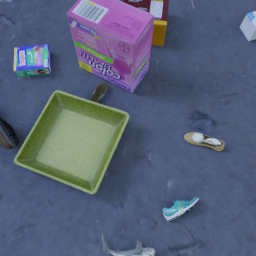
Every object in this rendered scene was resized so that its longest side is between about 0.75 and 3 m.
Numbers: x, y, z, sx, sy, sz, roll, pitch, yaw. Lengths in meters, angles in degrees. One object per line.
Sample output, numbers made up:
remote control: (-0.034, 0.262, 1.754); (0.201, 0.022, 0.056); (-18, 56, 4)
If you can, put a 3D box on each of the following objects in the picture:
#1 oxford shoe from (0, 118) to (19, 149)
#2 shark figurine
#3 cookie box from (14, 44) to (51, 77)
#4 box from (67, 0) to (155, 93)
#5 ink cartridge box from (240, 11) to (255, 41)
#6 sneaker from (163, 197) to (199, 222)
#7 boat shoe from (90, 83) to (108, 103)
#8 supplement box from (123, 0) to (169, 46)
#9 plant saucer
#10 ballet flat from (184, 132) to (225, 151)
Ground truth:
oxford shoe: (-4.734, 0.018, 9.452); (2.764, 1.005, 1.167); (34, 75, 25)
shark figurine: (0.069, 3.555, 8.196); (1.650, 0.986, 0.688); (-1, 40, 18)
cookie box: (-3.668, -2.589, 10.777); (1.289, 0.484, 1.103); (-7, 68, -2)
box: (-0.541, -2.887, 9.674); (2.404, 2.733, 1.321); (28, 69, 11)
ink cartridge box: (5.305, -4.184, 11.294); (1.086, 0.793, 0.797); (-19, 69, -8)
sneaker: (1.645, 2.414, 8.664); (1.216, 0.471, 0.484); (-25, 60, -10)
boat shoe: (-1.093, -1.221, 10.314); (0.383, 0.330, 1.049); (30, 66, -3)
supplement box: (0.656, -4.455, 11.188); (1.787, 1.203, 1.812); (7, 67, 3)
plant saucer: (-1.736, 0.436, 9.281); (2.882, 0.691, 2.886); (19, 68, 12)
ballet flat: (2.618, 0.393, 9.525); (1.378, 0.434, 0.473); (16, 68, 7)
